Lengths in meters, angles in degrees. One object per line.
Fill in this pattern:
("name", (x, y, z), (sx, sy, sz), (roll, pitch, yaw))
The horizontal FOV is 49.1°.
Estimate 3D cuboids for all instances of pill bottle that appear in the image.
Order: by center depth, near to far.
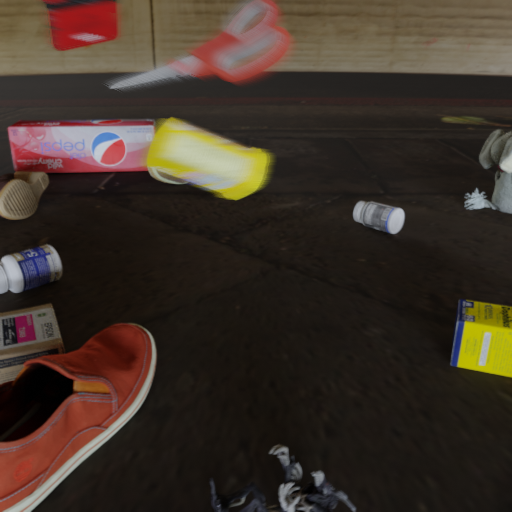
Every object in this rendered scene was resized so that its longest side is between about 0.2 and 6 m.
("pill bottle", (-3.211, 0.207, 7.730), (0.536, 0.536, 0.895), (20, 29, 39))
("pill bottle", (2.189, -0.713, 10.069), (0.469, 0.469, 0.825), (-20, 30, -40))

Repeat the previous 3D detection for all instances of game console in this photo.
("game console", (-2.437, -3.320, 7.480), (0.594, 0.862, 1.000), (35, 47, 28))

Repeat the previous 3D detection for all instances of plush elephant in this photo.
("plush elephant", (5.215, -1.738, 11.008), (2.121, 1.642, 1.747), (0, 22, 0))

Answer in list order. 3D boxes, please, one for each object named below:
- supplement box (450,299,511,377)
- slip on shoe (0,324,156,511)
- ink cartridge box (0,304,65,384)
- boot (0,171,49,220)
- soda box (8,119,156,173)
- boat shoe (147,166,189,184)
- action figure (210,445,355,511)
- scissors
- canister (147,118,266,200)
("supplement box", (2.660, 0.900, 5.991), (1.033, 0.565, 0.562), (8, 24, 18))
("slip on shoe", (-1.674, 1.208, 4.951), (0.971, 0.802, 2.622), (6, 21, 19))
("ink cartridge box", (-2.573, 0.958, 6.088), (0.856, 0.390, 1.039), (-11, 24, -23))
("boot", (-5.191, -1.082, 10.985), (1.737, 0.756, 2.088), (-11, 23, 5))
("soda box", (-4.277, -2.792, 14.154), (3.470, 1.215, 1.100), (-3, 23, -8))
("boat shoe", (-1.886, -2.195, 13.371), (1.011, 0.952, 2.656), (-4, 10, 27))
("action figure", (0.195, 1.733, 4.058), (1.018, 0.519, 0.605), (-6, 12, -10))
("scissors", (-0.465, -1.280, 3.857), (1.533, 0.561, 0.107), (-17, -25, 26))
("canister", (-0.628, -1.174, 6.879), (1.240, 0.537, 0.921), (18, -13, -23))
